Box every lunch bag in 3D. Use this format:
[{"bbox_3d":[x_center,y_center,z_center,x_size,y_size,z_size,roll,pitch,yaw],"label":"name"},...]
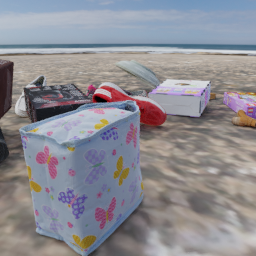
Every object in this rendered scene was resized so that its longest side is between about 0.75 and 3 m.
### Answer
[{"bbox_3d":[-0.549,0.641,4.965,1.447,1.930,2.276,11,24,33],"label":"lunch bag"}]

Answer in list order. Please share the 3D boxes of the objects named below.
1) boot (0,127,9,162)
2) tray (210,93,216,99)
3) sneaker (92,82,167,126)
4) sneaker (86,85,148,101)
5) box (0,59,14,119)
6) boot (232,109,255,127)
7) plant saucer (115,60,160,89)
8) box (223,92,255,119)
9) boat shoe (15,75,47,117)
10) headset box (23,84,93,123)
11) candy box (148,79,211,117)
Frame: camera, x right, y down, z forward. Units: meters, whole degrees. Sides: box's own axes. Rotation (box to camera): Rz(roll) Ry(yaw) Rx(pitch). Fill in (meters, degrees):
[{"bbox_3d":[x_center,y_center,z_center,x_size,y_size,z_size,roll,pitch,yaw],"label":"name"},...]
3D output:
[{"bbox_3d":[-4.511,0.265,7.730,2.052,0.817,2.489,2,19,-32],"label":"boot"},{"bbox_3d":[3.727,-1.762,14.685,0.748,0.281,1.516,-12,23,-40],"label":"tray"},{"bbox_3d":[-0.022,-0.549,9.522,2.662,1.043,1.538,22,29,4],"label":"sneaker"},{"bbox_3d":[-0.444,-1.424,12.464,2.837,1.059,1.144,-7,20,-20],"label":"sneaker"},{"bbox_3d":[-4.573,-1.229,8.487,1.681,1.664,2.027,8,18,-12],"label":"box"},{"bbox_3d":[4.391,-0.326,10.295,0.842,0.401,1.089,12,34,35],"label":"boot"},{"bbox_3d":[0.693,-3.027,15.314,2.901,0.728,2.901,30,7,-4],"label":"plant saucer"},{"bbox_3d":[5.496,-1.001,11.983,1.945,0.556,2.843,0,18,1],"label":"box"},{"bbox_3d":[-4.064,-1.451,11.829,0.870,0.851,2.456,17,40,-9],"label":"boat shoe"},{"bbox_3d":[-2.518,-0.722,10.150,2.008,1.013,2.701,-10,27,-26],"label":"headset box"},{"bbox_3d":[2.337,-1.394,12.268,2.152,0.918,2.565,7,24,24],"label":"candy box"}]
